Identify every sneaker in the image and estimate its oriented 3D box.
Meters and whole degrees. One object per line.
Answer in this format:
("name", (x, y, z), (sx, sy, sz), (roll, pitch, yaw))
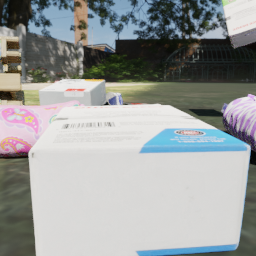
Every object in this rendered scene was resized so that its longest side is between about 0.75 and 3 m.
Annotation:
("sneaker", (-0.674, -1.601, 15.074), (1.092, 0.764, 1.891), (-10, 13, -32))

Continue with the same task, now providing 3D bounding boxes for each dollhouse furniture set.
("dollhouse furniture set", (-3.935, -0.906, 7.907), (1.805, 2.382, 2.717), (-2, -15, -18))

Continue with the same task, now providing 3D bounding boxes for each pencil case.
("pencil case", (3.012, -0.045, 6.184), (1.166, 1.188, 2.779), (30, 13, -5))
("pencil case", (-2.271, 0.005, 5.992), (2.838, 1.241, 1.241), (0, 11, -2))

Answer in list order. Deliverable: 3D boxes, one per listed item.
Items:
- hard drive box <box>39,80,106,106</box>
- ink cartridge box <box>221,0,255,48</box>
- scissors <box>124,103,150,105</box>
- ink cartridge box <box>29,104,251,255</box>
("hard drive box", (-2.326, -1.416, 12.505), (2.179, 1.074, 2.796), (2, 20, 7))
("ink cartridge box", (3.522, -3.305, 8.320), (1.144, 1.572, 0.660), (-13, -30, 26))
("scissors", (0.390, -1.230, 14.868), (0.952, 0.181, 2.603), (-7, 12, -21))
("ink cartridge box", (-0.024, 0.415, 3.917), (2.044, 1.180, 2.799), (-1, 11, -6))
